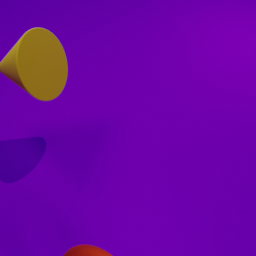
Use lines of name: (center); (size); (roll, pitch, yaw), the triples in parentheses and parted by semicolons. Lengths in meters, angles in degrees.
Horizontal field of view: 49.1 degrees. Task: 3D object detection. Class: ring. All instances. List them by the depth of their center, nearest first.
ring: (-0.553, 2.553, 4.577); (1.385, 1.385, 0.277); (29, 24, 16)

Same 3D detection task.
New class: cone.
cone: (-2.405, -1.351, 6.193); (1.505, 1.500, 1.500); (3, 57, 26)
